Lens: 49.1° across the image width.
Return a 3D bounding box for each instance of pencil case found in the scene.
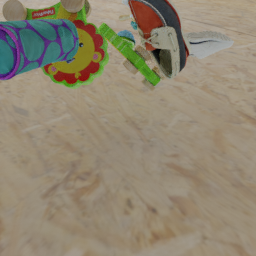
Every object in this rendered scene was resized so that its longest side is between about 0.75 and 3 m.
[{"bbox_3d":[-1.442,-1.258,4.320,0.826,0.761,1.788,-31,9,26],"label":"pencil case"}]

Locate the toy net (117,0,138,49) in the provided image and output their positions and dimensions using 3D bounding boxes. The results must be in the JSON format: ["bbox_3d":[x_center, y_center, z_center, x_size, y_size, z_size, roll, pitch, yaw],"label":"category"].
[{"bbox_3d":[0.360,-3.444,9.553,1.539,2.934,0.567,15,79,-5],"label":"toy net"}]

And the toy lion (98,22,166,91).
[{"bbox_3d":[0.014,-2.142,8.113,0.698,2.034,1.950,-46,61,8],"label":"toy lion"}]

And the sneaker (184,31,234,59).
[{"bbox_3d":[2.782,-2.914,9.945,2.100,0.845,0.802,-8,38,-20],"label":"sneaker"}]

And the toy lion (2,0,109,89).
[{"bbox_3d":[-1.503,-1.840,6.110,2.102,2.015,0.722,-7,1,8],"label":"toy lion"}]

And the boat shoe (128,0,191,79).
[{"bbox_3d":[0.749,-2.204,6.773,1.047,2.942,0.920,28,87,32],"label":"boat shoe"}]
